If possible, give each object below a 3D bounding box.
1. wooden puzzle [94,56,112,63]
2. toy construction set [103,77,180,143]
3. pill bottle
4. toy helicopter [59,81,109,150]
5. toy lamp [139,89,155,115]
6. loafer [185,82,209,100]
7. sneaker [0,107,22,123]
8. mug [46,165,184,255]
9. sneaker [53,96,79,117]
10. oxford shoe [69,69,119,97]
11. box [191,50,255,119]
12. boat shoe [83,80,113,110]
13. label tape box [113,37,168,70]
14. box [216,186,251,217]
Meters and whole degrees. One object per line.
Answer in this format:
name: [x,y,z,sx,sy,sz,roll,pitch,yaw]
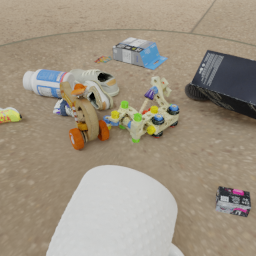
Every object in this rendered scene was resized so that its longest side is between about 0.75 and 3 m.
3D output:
wooden puzzle: [-1.249,-3.563,14.571,0.603,0.071,1.017,20,41,24]
toy construction set: [0.667,-0.579,9.758,1.884,1.324,2.873,28,56,33]
pill bottle: [-3.226,-1.832,11.455,1.917,1.076,1.076,10,38,11]
toy helicopter: [-1.722,-0.823,9.325,1.163,1.950,2.949,-19,44,-23]
toy lamp: [0.558,-0.762,9.814,0.365,1.255,0.365,29,1,0]
loafer: [3.437,-1.552,11.505,2.304,0.842,0.818,-3,0,-2]
sneaker: [-4.494,-0.374,10.050,1.442,0.564,0.651,4,43,17]
mug: [-0.070,2.521,5.160,2.887,2.131,2.531,32,47,-8]
sneaker: [-2.115,-0.574,10.252,1.155,0.635,1.577,-20,44,-12]
oxford shoe: [-1.499,-2.196,12.173,2.836,0.819,1.066,28,48,34]
box: [3.755,-1.308,9.303,2.245,1.283,2.465,30,6,39]
boat shoe: [-1.346,-1.341,11.116,0.648,0.708,1.894,-18,41,-31]
label tape box: [0.666,-3.904,14.455,2.388,0.756,1.722,20,41,25]
box: [2.651,1.871,7.099,0.776,0.445,0.513,8,39,13]
